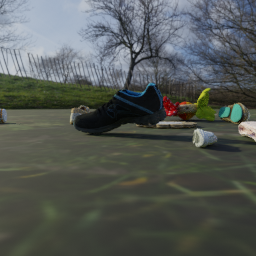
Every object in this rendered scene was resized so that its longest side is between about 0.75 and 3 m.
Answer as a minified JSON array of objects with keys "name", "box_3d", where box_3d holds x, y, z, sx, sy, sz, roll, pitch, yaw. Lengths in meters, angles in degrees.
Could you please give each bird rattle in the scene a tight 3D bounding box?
[{"name":"bird rattle","box_3d":[2.872,-0.811,14.131,2.926,1.648,2.385,-12,-8,7]}]

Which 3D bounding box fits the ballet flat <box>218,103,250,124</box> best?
[{"name":"ballet flat","box_3d":[4.681,-0.596,11.920,0.820,0.886,2.512,12,7,-3]}]

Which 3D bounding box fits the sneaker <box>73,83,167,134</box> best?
[{"name":"sneaker","box_3d":[-0.296,-0.526,7.509,2.531,1.037,0.927,-11,20,9]}]

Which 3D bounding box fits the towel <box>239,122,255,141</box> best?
[{"name":"towel","box_3d":[3.771,0.069,5.882,2.459,0.396,2.348,-1,5,15]}]

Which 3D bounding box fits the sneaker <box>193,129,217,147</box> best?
[{"name":"sneaker","box_3d":[1.500,0.184,5.364,0.436,0.342,0.877,4,6,8]}]

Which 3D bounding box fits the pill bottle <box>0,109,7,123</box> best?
[{"name":"pill bottle","box_3d":[-5.825,-0.516,12.065,1.042,0.606,0.606,-1,5,-11]}]

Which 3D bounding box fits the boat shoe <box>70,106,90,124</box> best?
[{"name":"boat shoe","box_3d":[-1.878,-0.571,11.853,0.788,0.739,2.137,0,5,5]}]

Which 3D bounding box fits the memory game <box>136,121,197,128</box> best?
[{"name":"memory game","box_3d":[1.381,-0.129,10.201,2.246,0.143,2.246,-1,4,0]}]
